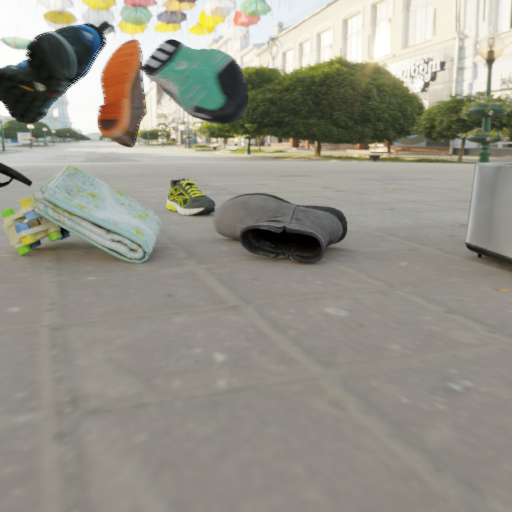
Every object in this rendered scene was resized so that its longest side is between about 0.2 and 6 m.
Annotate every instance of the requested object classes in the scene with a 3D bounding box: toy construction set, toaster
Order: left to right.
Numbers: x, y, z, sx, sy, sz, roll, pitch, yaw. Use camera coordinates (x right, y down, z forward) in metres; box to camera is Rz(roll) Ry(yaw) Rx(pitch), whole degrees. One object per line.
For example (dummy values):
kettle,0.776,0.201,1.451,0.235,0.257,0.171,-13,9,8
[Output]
toy construction set,-3.983,-0.702,11.401,1.668,1.172,2.545,-22,-10,34
toaster,5.500,-0.690,9.828,2.779,1.824,3.074,-1,12,-9

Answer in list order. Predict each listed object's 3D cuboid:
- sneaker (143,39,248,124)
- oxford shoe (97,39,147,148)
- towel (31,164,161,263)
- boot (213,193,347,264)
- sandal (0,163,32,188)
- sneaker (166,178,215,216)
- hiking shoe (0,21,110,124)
sneaker,-0.940,-3.328,11.482,1.582,1.345,3.614,43,2,-45
oxford shoe,-2.358,-2.950,10.178,0.741,2.078,0.757,0,-19,24
towel,-2.962,-0.859,10.840,2.303,0.555,1.971,31,20,-13
boot,0.138,-0.592,11.282,3.125,1.091,2.057,2,15,26
sandal,-4.539,-1.441,9.069,0.700,0.446,1.863,20,-4,37
sneaker,-2.058,-1.799,16.850,0.898,1.021,2.412,-10,16,-36
hiking shoe,-3.275,-2.865,8.957,2.612,0.972,1.132,-7,29,45
